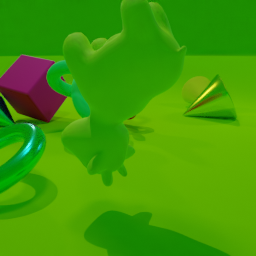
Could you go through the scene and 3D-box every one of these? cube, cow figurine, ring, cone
[{"bbox_3d":[-2.600,-1.100,7.822,1.240,1.240,1.240,16,60,24],"label":"cube"},{"bbox_3d":[-0.060,-0.312,3.080,1.703,1.676,0.935,-23,-3,30],"label":"cow figurine"},{"bbox_3d":[-1.931,0.457,4.112,1.551,0.310,1.551,-16,32,11],"label":"ring"},{"bbox_3d":[-3.300,-0.256,7.428,0.918,0.915,0.915,32,24,10],"label":"cone"},{"bbox_3d":[2.295,-0.662,8.417,1.418,1.413,1.413,-24,10,15],"label":"cone"},{"bbox_3d":[2.538,-1.024,9.539,1.112,1.112,1.116,-3,35,-10],"label":"cone"}]

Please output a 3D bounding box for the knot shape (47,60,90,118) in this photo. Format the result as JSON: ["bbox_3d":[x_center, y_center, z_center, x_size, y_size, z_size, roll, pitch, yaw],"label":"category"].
[{"bbox_3d":[-0.831,-0.661,6.196,1.692,0.835,1.808,42,-1,23],"label":"knot shape"}]

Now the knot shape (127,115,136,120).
[{"bbox_3d":[-0.115,-0.686,7.076,0.676,1.464,1.370,25,-5,-17],"label":"knot shape"}]
